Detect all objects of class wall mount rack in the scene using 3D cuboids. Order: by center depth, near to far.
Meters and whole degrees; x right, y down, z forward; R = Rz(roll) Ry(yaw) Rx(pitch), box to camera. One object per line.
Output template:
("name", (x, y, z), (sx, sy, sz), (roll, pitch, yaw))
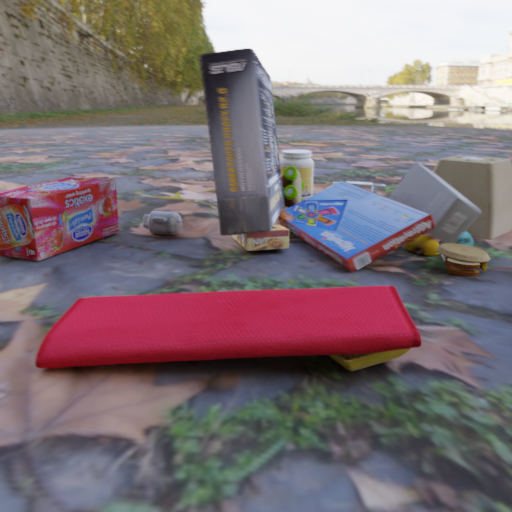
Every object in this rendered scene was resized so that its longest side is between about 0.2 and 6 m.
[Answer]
("wall mount rack", (2.959, -1.837, 16.363), (1.554, 0.579, 1.350), (5, 14, 16))

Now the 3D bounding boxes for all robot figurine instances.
("robot figurine", (-2.082, -0.743, 12.684), (0.931, 0.526, 0.790), (4, -5, 12))

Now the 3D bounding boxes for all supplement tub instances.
("supplement tub", (1.180, -2.387, 16.586), (1.029, 1.416, 1.029), (0, 17, 0))

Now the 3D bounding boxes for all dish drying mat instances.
("dish drying mat", (-0.339, 0.877, 7.090), (4.414, 0.402, 1.695), (-2, 16, 4))

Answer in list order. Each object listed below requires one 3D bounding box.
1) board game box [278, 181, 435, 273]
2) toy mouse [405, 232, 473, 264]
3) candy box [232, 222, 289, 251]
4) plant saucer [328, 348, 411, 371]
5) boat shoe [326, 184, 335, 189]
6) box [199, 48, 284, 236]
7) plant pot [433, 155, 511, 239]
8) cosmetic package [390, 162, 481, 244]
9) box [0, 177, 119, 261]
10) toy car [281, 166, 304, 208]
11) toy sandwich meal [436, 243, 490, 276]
("board game box", (1.892, -0.743, 11.757), (1.854, 0.350, 3.602), (-26, 24, -9))
("toy mouse", (3.846, -0.376, 11.713), (1.741, 0.379, 1.959), (-10, 19, -29))
("candy box", (0.063, -0.465, 11.798), (0.881, 0.422, 1.527), (-4, 14, -13))
("plant saucer", (1.274, 1.105, 6.940), (1.012, 0.245, 1.011), (-11, 16, -21))
("boat shoe", (2.070, -1.087, 13.460), (0.715, 0.598, 2.002), (-17, 29, 9))
("box", (-0.150, -2.317, 11.681), (0.976, 3.199, 4.039), (-4, 11, 7))
("plant pot", (5.095, -1.492, 13.257), (1.853, 1.641, 1.851), (16, 23, 40))
("cosmetic package", (3.665, -1.107, 11.634), (0.809, 0.958, 1.793), (25, 24, -25))
("box", (-4.149, -0.864, 11.801), (1.208, 1.262, 2.531), (8, 18, 24))
("toy car", (0.558, -1.751, 14.972), (1.295, 1.022, 1.064), (-3, -15, 16))
("toy sandwich meal", (3.789, 0.064, 10.296), (1.049, 0.359, 1.049), (6, 17, -2))
